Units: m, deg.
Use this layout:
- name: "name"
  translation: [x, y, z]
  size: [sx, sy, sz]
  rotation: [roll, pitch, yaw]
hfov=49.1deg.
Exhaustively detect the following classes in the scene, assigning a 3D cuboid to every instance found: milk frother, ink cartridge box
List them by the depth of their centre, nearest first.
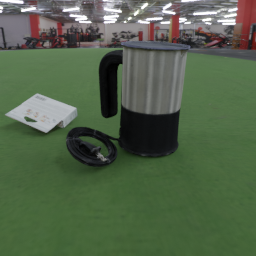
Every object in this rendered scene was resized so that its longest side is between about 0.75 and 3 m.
- name: "milk frother"
  translation: [0.000, -0.603, 6.244]
  size: [2.347, 2.446, 2.601]
  rotation: [9, 22, 17]
- name: "ink cartridge box"
  translation: [-2.583, -0.382, 8.472]
  size: [1.602, 0.349, 1.391]
  rotation: [21, 43, 20]
